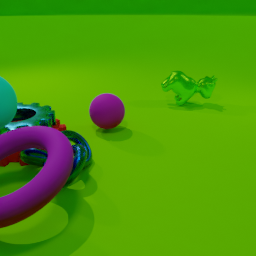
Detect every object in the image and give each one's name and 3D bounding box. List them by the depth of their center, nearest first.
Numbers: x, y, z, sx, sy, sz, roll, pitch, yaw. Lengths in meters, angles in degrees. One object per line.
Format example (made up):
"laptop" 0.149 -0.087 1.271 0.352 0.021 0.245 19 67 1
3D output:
"ring" -1.738 0.643 4.208 1.901 0.380 1.901 -10 38 8
"knot shape" -1.380 0.552 5.317 1.301 0.642 1.390 0 24 0
"ball" -2.728 -0.483 5.343 1.154 1.154 1.154 0 24 0
"gear" -2.384 0.227 6.407 1.915 0.354 1.915 0 24 0
"gear" -2.550 -0.164 6.430 1.697 0.314 1.697 0 24 0
"ball" -0.527 -0.423 7.075 0.905 0.905 0.905 0 24 0
"cow figurine" 1.969 -1.382 8.860 1.460 1.436 0.801 41 20 -17
